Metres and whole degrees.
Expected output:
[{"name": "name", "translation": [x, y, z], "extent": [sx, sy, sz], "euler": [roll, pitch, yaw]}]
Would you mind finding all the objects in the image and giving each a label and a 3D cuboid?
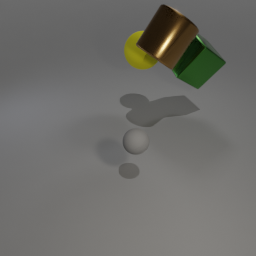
[{"name": "ball", "translation": [0.208, 0.350, 7.322], "extent": [0.700, 0.700, 0.700], "euler": [0, 33, 0]}, {"name": "cube", "translation": [2.376, -2.539, 10.229], "extent": [1.400, 1.400, 1.400], "euler": [16, 39, -42]}, {"name": "ball", "translation": [0.552, -2.899, 10.482], "extent": [1.400, 1.400, 1.400], "euler": [0, 33, 0]}, {"name": "cylinder", "translation": [1.182, -2.731, 8.522], "extent": [1.400, 1.400, 1.400], "euler": [32, 14, -9]}]
